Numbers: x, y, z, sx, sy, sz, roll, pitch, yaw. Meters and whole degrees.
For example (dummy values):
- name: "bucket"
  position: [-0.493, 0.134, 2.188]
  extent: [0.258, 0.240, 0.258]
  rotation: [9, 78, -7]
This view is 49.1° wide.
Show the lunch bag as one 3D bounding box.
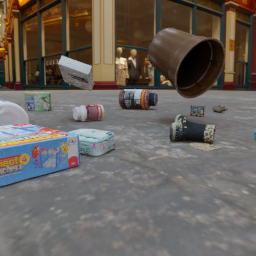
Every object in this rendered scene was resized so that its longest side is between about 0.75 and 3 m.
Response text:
- name: "lunch bag"
  position: [-1.093, 0.371, 7.792]
  extent: [1.365, 0.526, 1.095]
  rotation: [5, 11, 28]

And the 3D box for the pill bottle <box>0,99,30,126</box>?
- name: "pill bottle"
  position: [-4.111, -0.248, 8.982]
  extent: [1.333, 1.333, 2.344]
  rotation: [-6, 12, -32]

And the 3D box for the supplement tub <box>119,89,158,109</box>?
- name: "supplement tub"
  position: [0.700, -1.892, 18.466]
  extent: [2.426, 1.298, 1.298]
  rotation: [4, 11, 20]

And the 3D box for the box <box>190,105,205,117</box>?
- name: "box"
  position: [3.717, -0.911, 14.936]
  extent: [0.167, 0.574, 0.839]
  rotation: [-10, 13, -42]

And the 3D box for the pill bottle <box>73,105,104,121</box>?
- name: "pill bottle"
  position: [-1.871, -0.718, 13.284]
  extent: [1.340, 0.757, 0.757]
  rotation: [-5, 11, -32]

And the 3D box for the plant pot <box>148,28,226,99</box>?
- name: "plant pot"
  position: [2.387, -3.081, 12.374]
  extent: [2.641, 2.641, 2.614]
  rotation: [-6, 36, -31]

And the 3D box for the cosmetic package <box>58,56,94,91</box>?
- name: "cosmetic package"
  position: [-2.418, -2.542, 13.359]
  extent: [1.463, 0.501, 1.940]
  rotation: [22, -16, 3]

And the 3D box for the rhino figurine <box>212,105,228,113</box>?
- name: "rhino figurine"
  position: [5.470, -1.101, 16.595]
  extent: [0.539, 0.368, 1.232]
  rotation: [-16, 15, -13]

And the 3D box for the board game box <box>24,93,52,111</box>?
- name: "board game box"
  position: [-5.609, -1.635, 17.436]
  extent: [1.682, 1.132, 0.245]
  rotation: [3, 11, 13]

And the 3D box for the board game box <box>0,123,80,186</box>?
- name: "board game box"
  position: [-2.888, 0.517, 6.330]
  extent: [2.551, 0.728, 2.605]
  rotation: [9, 13, 42]

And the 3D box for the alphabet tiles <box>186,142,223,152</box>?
- name: "alphabet tiles"
  position: [2.198, 0.541, 8.265]
  extent: [0.739, 0.033, 0.884]
  rotation: [-8, 13, -37]

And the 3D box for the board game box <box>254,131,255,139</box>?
- name: "board game box"
  position: [4.559, 0.329, 8.790]
  extent: [0.844, 0.262, 1.118]
  rotation: [1, 10, 8]

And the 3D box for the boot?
- name: "boot"
  position: [2.213, 0.036, 9.382]
  extent: [1.389, 0.664, 1.840]
  rotation: [6, 17, 19]
